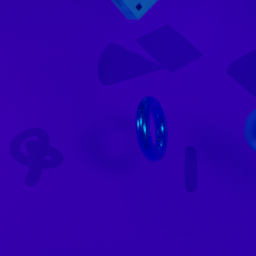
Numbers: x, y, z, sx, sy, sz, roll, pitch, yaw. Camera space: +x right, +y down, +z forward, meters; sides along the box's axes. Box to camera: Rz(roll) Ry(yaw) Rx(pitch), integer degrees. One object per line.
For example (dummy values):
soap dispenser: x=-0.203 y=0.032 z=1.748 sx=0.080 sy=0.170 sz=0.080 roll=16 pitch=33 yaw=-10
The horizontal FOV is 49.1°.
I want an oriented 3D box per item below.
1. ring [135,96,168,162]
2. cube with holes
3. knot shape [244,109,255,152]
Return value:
ring: x=0.436 y=0.017 z=4.917 sx=0.233 sy=1.165 sz=1.165 roll=-7 pitch=62 yaw=25
cube with holes: x=0.144 y=-3.361 z=6.501 sx=1.120 sy=1.120 sz=1.120 roll=-44 pitch=114 yaw=6
knot shape: x=2.338 y=0.160 z=4.001 sx=1.127 sy=1.204 sz=0.556 roll=36 pitch=77 yaw=-5
